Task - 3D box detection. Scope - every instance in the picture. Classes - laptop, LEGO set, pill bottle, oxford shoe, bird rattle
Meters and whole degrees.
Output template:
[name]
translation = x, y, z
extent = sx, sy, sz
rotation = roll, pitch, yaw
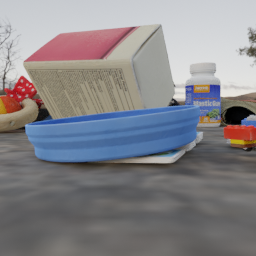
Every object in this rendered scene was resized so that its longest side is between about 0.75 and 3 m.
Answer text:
[laptop]
translation = -2.733, -0.055, 8.340
extent = 1.584, 0.981, 1.692
rotation = 1, 32, 27
[LEGO set]
translation = 1.211, -0.014, 3.075
extent = 2.732, 0.670, 2.041
rotation = -2, 3, 22
[pill bottle]
translation = 2.282, -0.990, 8.559
extent = 1.065, 1.901, 1.065
rotation = -1, 4, 0
[oxford shoe]
translation = 3.027, -0.547, 9.256
extent = 2.825, 0.995, 1.056
rotation = 0, 10, 38
[bird rattle]
translation = -3.043, -0.415, 6.866
extent = 2.483, 1.399, 2.024
rotation = -5, 28, -38

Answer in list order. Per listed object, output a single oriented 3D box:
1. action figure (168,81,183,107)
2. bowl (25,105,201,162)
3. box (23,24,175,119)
[action figure]
translation = 1.194, -0.646, 9.423
extent = 1.389, 1.192, 2.336
rotation = -16, -32, 9
[bowl]
translation = -0.151, 0.021, 3.212
extent = 1.915, 0.376, 1.915
rotation = -6, 5, 1
[box]
translation = -0.563, -1.073, 6.109
extent = 2.697, 1.725, 1.470
rotation = 6, 44, 29
